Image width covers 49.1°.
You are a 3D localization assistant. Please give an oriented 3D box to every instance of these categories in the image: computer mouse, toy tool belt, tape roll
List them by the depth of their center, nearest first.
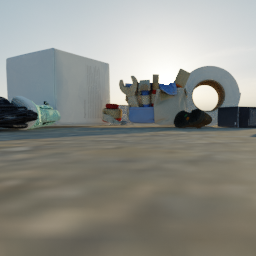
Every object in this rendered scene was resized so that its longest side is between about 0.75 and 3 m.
[{"bbox_3d":[-3.036,-0.227,5.755,1.855,0.706,2.679,-1,12,-29],"label":"computer mouse"},{"bbox_3d":[0.557,-1.060,9.159,2.871,1.765,1.793,1,10,5],"label":"toy tool belt"},{"bbox_3d":[2.905,-1.131,10.402,2.137,2.137,1.467,0,1,9],"label":"tape roll"}]

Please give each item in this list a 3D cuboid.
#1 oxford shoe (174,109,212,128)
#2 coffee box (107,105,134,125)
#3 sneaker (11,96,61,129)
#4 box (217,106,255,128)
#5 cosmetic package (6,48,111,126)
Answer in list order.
[{"bbox_3d":[1.732,-0.175,7.619,0.592,0.510,1.404,20,-6,-22],"label":"oxford shoe"},{"bbox_3d":[-0.945,-0.606,13.283,1.344,0.937,2.350,-1,2,-38],"label":"coffee box"},{"bbox_3d":[-2.165,-0.387,6.814,1.219,0.761,2.067,-8,3,-31],"label":"sneaker"},{"bbox_3d":[3.474,-0.329,8.494,1.197,0.624,0.886,0,2,-24],"label":"box"},{"bbox_3d":[-2.261,-1.190,9.577,2.285,2.271,2.731,0,2,32],"label":"cosmetic package"}]
